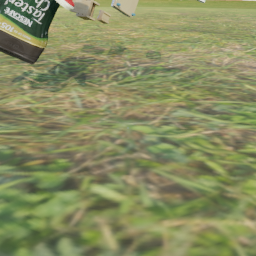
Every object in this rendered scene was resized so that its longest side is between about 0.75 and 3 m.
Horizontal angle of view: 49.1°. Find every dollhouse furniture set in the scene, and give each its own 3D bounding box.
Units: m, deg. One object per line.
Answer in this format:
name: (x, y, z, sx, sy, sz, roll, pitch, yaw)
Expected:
dollhouse furniture set: (-0.710, -4.555, 9.587, 1.539, 2.227, 2.359, 28, 14, 37)

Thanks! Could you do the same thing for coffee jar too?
coffee jar: (-2.108, -2.857, 6.018, 1.451, 2.783, 1.188, 20, 19, -33)

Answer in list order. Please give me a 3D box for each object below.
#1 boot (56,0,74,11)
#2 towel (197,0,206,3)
boot: (-1.004, -2.432, 4.510, 0.944, 0.681, 0.342, 57, 18, 11)
towel: (2.118, -4.309, 8.328, 0.777, 1.042, 0.160, 24, -7, -3)
